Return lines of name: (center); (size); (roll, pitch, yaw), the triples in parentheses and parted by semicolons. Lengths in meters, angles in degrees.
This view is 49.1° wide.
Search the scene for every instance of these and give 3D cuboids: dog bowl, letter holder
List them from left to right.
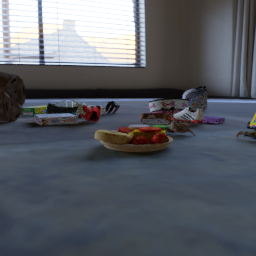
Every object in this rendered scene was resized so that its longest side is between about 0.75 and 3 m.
letter holder: (-1.075, -1.181, 17.910); (0.616, 0.870, 1.224); (33, 12, 3)
dog bowl: (2.048, -0.948, 14.012); (2.041, 0.753, 2.041); (0, -5, 0)

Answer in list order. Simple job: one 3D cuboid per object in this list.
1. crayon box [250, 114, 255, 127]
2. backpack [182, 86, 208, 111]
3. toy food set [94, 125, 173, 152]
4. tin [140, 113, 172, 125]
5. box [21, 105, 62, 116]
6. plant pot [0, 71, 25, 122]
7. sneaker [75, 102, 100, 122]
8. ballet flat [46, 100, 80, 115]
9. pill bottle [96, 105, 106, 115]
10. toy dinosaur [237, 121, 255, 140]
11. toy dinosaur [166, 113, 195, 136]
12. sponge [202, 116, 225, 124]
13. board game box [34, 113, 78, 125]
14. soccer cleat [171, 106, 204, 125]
crayon box: (4.936, -0.377, 9.984); (0.312, 0.923, 1.070); (27, 2, -9)
backpack: (4.778, -1.964, 19.954); (1.728, 1.814, 1.398); (-3, 21, 3)
toy food set: (0.190, 0.226, 7.509); (2.013, 0.490, 1.993); (1, 8, 9)
tin: (1.138, -0.363, 11.571); (1.365, 0.286, 0.764); (0, -17, 34)
box: (-5.222, -1.090, 17.126); (1.336, 0.551, 2.277); (4, 11, 31)
plant pot: (-6.555, -1.538, 12.937); (2.895, 2.925, 2.925); (8, 8, 1)
sneaker: (-1.703, -0.579, 13.127); (0.919, 0.834, 2.165); (32, 8, 12)
ballet flat: (-3.187, -1.095, 15.460); (2.635, 0.901, 0.896); (-3, -4, -29)
pill bottle: (-1.843, -1.046, 16.585); (1.018, 0.575, 0.575); (-2, 8, -11)
toy dinosaur: (3.974, 0.149, 8.214); (1.049, 0.607, 1.155); (18, -4, -2)
toy dinosaur: (1.702, -0.001, 9.438); (1.211, 0.520, 0.821); (17, -21, 12)
sponge: (3.627, -0.410, 13.189); (1.590, 0.237, 0.887); (6, 10, 38)
board game box: (-3.304, -0.419, 12.802); (1.669, 0.343, 1.665); (-4, 9, -25)
soccer cleat: (2.613, -0.610, 12.645); (0.621, 0.771, 1.809); (-6, 10, -40)
